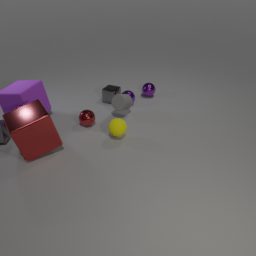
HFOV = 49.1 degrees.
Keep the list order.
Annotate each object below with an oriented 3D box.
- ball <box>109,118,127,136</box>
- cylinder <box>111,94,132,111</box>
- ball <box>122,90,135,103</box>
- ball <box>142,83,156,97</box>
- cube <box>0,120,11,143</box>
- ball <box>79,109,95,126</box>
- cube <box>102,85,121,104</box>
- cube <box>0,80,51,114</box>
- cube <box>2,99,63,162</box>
[{"bbox_3d":[-0.397,-0.028,10.818,0.700,0.700,0.700,0,32,0],"label":"ball"},{"bbox_3d":[-0.260,-1.132,12.263,0.700,0.700,0.700,16,14,25],"label":"cylinder"},{"bbox_3d":[-0.006,-1.458,13.425,0.700,0.700,0.700,0,32,0],"label":"ball"},{"bbox_3d":[1.045,-1.946,14.176,0.700,0.700,0.700,0,32,0],"label":"ball"},{"bbox_3d":[-4.991,0.130,10.735,0.700,0.700,0.700,-1,23,0],"label":"cube"},{"bbox_3d":[-1.721,-0.427,11.763,0.700,0.700,0.700,0,32,0],"label":"ball"},{"bbox_3d":[-0.804,-1.640,13.732,0.700,0.700,0.700,14,33,22],"label":"cube"},{"bbox_3d":[-4.402,-1.124,11.945,1.400,1.400,1.400,3,33,24],"label":"cube"},{"bbox_3d":[-3.399,0.070,10.010,1.400,1.400,1.400,-28,40,-17],"label":"cube"}]
